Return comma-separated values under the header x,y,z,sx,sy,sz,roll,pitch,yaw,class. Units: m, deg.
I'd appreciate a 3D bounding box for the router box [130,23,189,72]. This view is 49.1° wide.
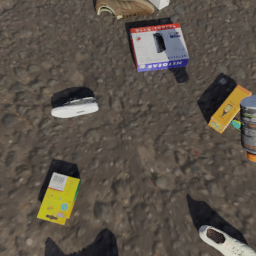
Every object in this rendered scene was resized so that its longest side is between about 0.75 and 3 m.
x,y,z,sx,sy,sz,roll,pitch,yaw,class
1.409,-3.697,12.799,2.328,0.569,2.089,-8,65,-4,router box

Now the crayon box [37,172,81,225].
x,y,z,sx,sy,sz,roll,pitch,yaw,class
-2.441,2.526,10.011,1.046,0.419,1.648,14,65,6,crayon box

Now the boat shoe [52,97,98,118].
x,y,z,sx,sy,sz,roll,pitch,yaw,class
-2.192,-0.913,11.473,1.882,0.675,0.638,-11,66,-8,boat shoe

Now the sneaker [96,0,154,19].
x,y,z,sx,sy,sz,roll,pitch,yaw,class
-0.185,-5.751,13.708,2.845,1.002,1.075,15,90,6,sneaker

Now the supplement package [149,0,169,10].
x,y,z,sx,sy,sz,roll,pitch,yaw,class
1.491,-6.664,14.133,0.617,0.641,1.127,-34,70,-13,supplement package

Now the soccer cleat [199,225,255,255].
x,y,z,sx,sy,sz,roll,pitch,yaw,class
3.289,3.859,9.203,1.999,0.775,0.693,26,68,11,soccer cleat

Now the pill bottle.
x,y,z,sx,sy,sz,roll,pitch,yaw,class
3.626,0.056,7.790,0.948,1.784,0.948,-10,26,5,pill bottle

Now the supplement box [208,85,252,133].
x,y,z,sx,sy,sz,roll,pitch,yaw,class
4.138,-0.781,11.405,0.685,0.709,2.060,38,69,16,supplement box

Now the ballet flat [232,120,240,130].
x,y,z,sx,sy,sz,roll,pitch,yaw,class
4.574,-0.052,11.320,0.849,0.284,0.285,42,50,14,ballet flat
